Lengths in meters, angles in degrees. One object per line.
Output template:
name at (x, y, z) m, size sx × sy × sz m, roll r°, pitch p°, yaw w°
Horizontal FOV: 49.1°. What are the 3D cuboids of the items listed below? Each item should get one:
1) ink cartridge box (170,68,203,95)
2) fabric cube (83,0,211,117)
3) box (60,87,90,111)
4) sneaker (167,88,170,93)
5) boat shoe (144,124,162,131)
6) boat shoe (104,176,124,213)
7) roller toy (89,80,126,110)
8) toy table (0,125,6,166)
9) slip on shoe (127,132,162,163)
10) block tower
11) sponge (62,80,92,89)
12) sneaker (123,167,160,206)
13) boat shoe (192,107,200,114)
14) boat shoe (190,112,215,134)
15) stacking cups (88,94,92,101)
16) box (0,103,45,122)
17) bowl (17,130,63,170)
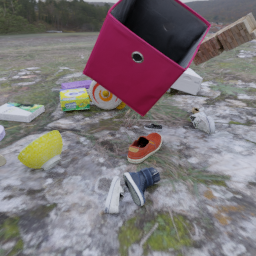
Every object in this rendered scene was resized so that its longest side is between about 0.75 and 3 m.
ink cartridge box at (3.095, -3.028, 16.718) m, size 1.836 × 1.070 × 2.540 m, roll 15°, pitch 22°, yaw -10°
fabric cube at (0.593, -2.802, 10.019) m, size 2.910 × 2.957 × 2.966 m, roll 36°, pitch 54°, yaw -5°
box at (-2.765, -1.470, 14.431) m, size 1.433 × 0.591 × 2.442 m, roll -7°, pitch 27°, yaw -13°
sneaker at (1.989, -2.292, 16.508) m, size 0.644 × 0.464 × 1.226 m, roll -23°, pitch 26°, yaw -12°
boat shoe at (1.058, -0.065, 11.710) m, size 0.783 × 0.259 × 0.274 m, roll 10°, pitch 26°, yaw 20°
boat shoe at (-0.297, 1.770, 7.481) m, size 0.417 × 0.456 × 1.268 m, roll 9°, pitch 25°, yaw 6°
roller toy at (-0.988, -1.812, 13.816) m, size 1.707 × 1.871 × 1.308 m, roll -5°, pitch 21°, yaw 11°
toy table at (-4.689, 0.894, 8.353) m, size 2.227 × 1.304 × 2.047 m, roll -20°, pitch 31°, yaw -36°
slip on shoe at (0.645, 0.554, 9.922) m, size 0.761 × 0.629 × 2.054 m, roll 13°, pitch 26°, yaw 29°
block tower at (3.703, -3.399, 10.947) m, size 0.779 × 0.834 × 2.886 m, roll -43°, pitch 16°, yaw -30°
sponge at (-3.040, -2.627, 17.312) m, size 1.918 × 0.286 × 1.070 m, roll -13°, pitch 27°, yaw -26°
sneaker at (0.507, 1.571, 7.790) m, size 1.005 × 0.529 × 1.390 m, roll -9°, pitch 25°, yaw -13°
boat shoe at (3.264, -0.834, 13.339) m, size 0.339 × 0.307 × 0.951 m, roll 0°, pitch 24°, yaw 0°
boat shoe at (3.033, -0.164, 11.583) m, size 0.656 × 0.722 × 1.963 m, roll -9°, pitch 12°, yaw 2°
stacking cups at (-1.821, -1.990, 15.685) m, size 0.568 × 0.568 × 1.876 m, roll 1°, pitch 21°, yaw 1°
box at (-5.148, -0.758, 13.113) m, size 1.980 × 0.360 × 1.429 m, roll 6°, pitch 26°, yaw 11°
bowl at (-2.602, 0.843, 8.846) m, size 0.814 × 1.513 × 1.513 m, roll 53°, pitch 41°, yaw 5°
